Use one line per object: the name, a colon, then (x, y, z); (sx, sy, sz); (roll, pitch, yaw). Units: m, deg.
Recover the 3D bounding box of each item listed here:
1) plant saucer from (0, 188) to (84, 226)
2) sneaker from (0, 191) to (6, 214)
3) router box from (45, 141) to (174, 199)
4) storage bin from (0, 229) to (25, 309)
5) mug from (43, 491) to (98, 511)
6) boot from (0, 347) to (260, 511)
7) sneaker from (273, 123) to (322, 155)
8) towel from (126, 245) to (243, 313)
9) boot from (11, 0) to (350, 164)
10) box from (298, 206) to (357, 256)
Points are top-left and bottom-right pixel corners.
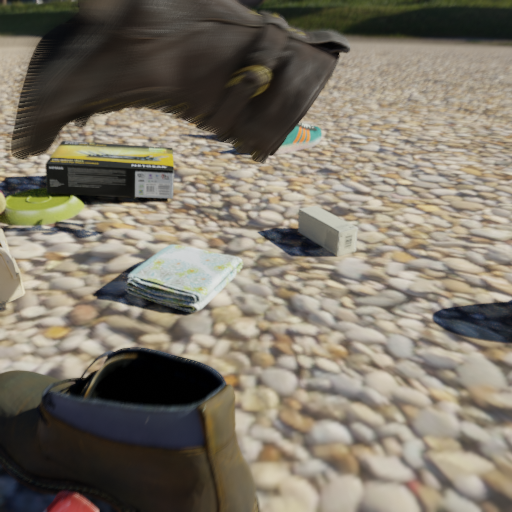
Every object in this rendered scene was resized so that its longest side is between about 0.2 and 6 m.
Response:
plant saucer: (-4.652, -1.110, 12.016); (1.832, 0.285, 1.832); (0, 26, 0)
sneaker: (-6.485, -1.463, 11.684); (3.181, 1.192, 1.433); (6, 33, 11)
router box: (-3.290, -2.032, 13.048); (2.727, 0.712, 2.144); (2, 24, -11)
storage bin: (-4.956, 0.109, 8.703); (2.136, 1.008, 2.152); (-15, 29, -27)
mug: (-1.563, 2.530, 4.007); (1.131, 0.850, 1.274); (15, 33, 32)
boot: (-1.479, 1.381, 5.272); (3.579, 1.735, 1.337); (15, 30, 28)
sneaker: (1.126, -3.649, 16.401); (0.849, 0.951, 2.379); (22, 34, 37)
towel: (-1.145, 0.319, 9.021); (1.355, 0.381, 1.583); (14, 29, 19)
boot: (-0.933, -1.791, 6.487); (2.949, 3.387, 1.173); (23, 43, -34)
box: (1.312, -0.483, 10.468); (0.440, 0.528, 1.286); (-14, 31, -27)
